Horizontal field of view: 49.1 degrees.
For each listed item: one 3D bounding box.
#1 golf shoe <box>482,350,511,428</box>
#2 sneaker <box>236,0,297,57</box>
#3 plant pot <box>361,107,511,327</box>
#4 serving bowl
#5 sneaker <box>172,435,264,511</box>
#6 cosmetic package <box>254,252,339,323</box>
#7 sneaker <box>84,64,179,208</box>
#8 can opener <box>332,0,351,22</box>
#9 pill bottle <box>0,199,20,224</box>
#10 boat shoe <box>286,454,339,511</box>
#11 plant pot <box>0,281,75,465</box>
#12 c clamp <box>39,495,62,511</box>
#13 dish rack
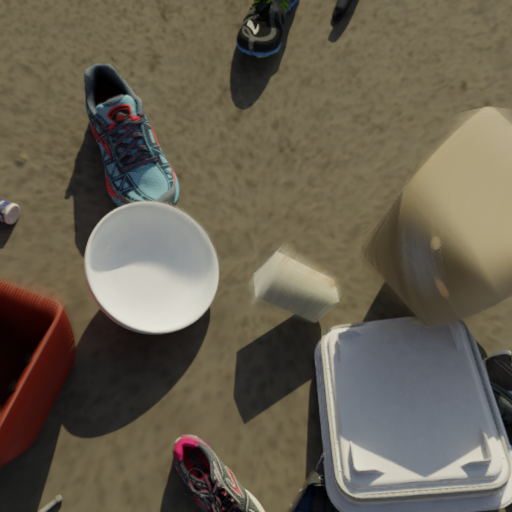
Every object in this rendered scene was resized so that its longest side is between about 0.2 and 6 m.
[{"bbox_3d":[3.867,2.128,7.351,2.219,0.863,1.049,39,72,14],"label":"golf shoe"},{"bbox_3d":[0.243,-4.599,10.194,0.849,0.992,2.395,18,68,9],"label":"sneaker"},{"bbox_3d":[2.542,-0.275,7.025,1.765,1.994,1.992,-29,70,-29],"label":"plant pot"},{"bbox_3d":[-1.543,0.230,8.092,1.934,0.636,1.934,10,66,-25],"label":"serving bowl"},{"bbox_3d":[-0.506,3.033,7.067,0.694,0.643,1.722,-40,73,-16],"label":"sneaker"},{"bbox_3d":[0.561,0.449,7.870,1.082,0.559,0.472,27,36,-28],"label":"cosmetic package"},{"bbox_3d":[-2.123,-1.851,8.811,1.101,1.327,2.778,-26,69,-11],"label":"sneaker"},{"bbox_3d":[1.871,-5.227,10.715,0.677,0.546,1.721,25,68,10],"label":"can opener"},{"bbox_3d":[-4.104,-0.745,8.876,0.606,0.336,0.336,19,68,9],"label":"pill bottle"},{"bbox_3d":[0.856,3.003,7.092,0.647,0.613,1.850,41,73,16],"label":"boat shoe"},{"bbox_3d":[-3.467,1.473,7.109,1.999,1.761,1.997,18,68,10],"label":"plant pot"},{"bbox_3d":[-2.731,4.424,6.644,1.934,0.307,2.264,-32,70,-13],"label":"c clamp"},{"bbox_3d":[1.897,1.828,7.102,2.255,0.572,2.628,-8,47,8],"label":"dish rack"}]
